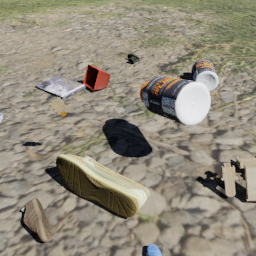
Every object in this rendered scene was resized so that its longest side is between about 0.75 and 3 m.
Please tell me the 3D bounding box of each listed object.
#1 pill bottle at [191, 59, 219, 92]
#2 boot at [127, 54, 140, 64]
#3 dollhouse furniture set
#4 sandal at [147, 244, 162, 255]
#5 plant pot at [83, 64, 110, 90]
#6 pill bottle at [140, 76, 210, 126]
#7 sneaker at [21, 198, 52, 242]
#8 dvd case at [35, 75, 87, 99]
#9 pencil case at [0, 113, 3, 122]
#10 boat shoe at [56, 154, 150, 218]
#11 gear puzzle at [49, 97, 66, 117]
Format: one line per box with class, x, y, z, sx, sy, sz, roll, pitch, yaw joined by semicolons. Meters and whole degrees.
pill bottle;3.786;-2.737;14.039;1.142;1.142;2.150;3;34;4
boot;0.173;-4.126;16.706;0.923;0.347;0.690;25;42;30
dollhouse furniture set;3.787;1.470;8.801;1.768;1.012;2.073;-5;4;15
sandal;0.645;3.050;6.379;0.375;0.411;0.944;-7;34;-7
plant pot;-1.467;-2.458;13.776;0.889;1.008;1.008;-2;28;-43
pill bottle;1.304;-0.940;8.789;1.277;1.277;2.403;-17;21;-23
sneaker;-2.400;2.465;7.282;0.528;0.492;1.398;-33;41;-7
dvd case;-3.327;-2.071;13.921;2.102;0.168;1.563;24;41;30
pencil case;-5.645;-0.615;11.503;1.215;0.551;0.505;30;86;37
boat shoe;-0.814;1.495;8.118;2.925;1.067;0.920;20;30;25
gear puzzle;-2.052;-0.610;8.383;0.393;0.759;0.099;-41;52;-10
